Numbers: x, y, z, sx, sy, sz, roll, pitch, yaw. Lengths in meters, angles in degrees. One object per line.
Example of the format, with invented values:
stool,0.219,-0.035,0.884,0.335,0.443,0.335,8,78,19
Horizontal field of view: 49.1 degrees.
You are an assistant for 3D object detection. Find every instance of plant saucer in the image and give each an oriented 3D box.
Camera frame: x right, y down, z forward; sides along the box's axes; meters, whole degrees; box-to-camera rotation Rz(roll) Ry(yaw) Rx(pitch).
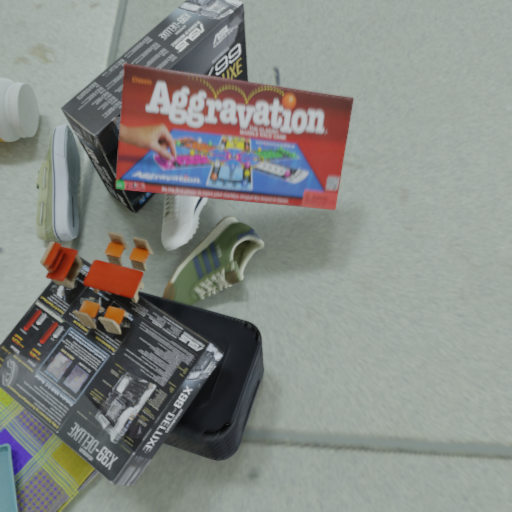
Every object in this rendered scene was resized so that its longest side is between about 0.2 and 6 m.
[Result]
plant saucer,-4.606,4.902,9.734,1.039,0.282,2.971,-13,69,-10

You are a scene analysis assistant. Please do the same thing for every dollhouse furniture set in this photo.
dollhouse furniture set,-2.428,0.276,8.468,1.421,0.740,1.437,13,64,9

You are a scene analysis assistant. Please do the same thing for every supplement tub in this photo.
supplement tub,-5.972,-3.218,12.388,1.902,1.376,1.376,0,70,0

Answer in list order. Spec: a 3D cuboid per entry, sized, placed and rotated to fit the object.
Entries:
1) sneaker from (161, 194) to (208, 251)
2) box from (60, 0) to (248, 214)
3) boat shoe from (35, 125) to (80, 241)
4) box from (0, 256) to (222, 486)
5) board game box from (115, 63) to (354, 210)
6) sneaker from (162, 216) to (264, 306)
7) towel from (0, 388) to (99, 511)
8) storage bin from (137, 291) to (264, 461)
sneaker,-1.588,-0.947,11.310,0.763,0.804,1.997,-15,41,24
box,-1.771,-3.097,11.448,0.969,3.072,3.895,39,74,15
boat shoe,-4.333,-1.592,12.056,0.822,0.954,2.651,-5,72,1
box,-2.438,1.684,8.839,3.029,0.754,2.388,29,75,21
board game box,-0.354,-2.036,9.965,4.057,0.395,2.089,4,104,-14
sneaker,-0.792,0.299,11.241,1.079,0.806,2.403,28,71,30
towel,-4.308,3.677,10.455,2.693,0.307,1.934,42,76,13
storage bin,-1.587,2.082,10.068,3.145,1.474,2.126,14,58,13
